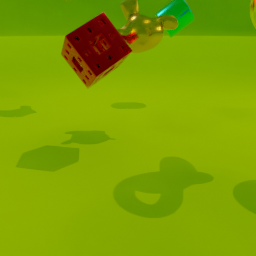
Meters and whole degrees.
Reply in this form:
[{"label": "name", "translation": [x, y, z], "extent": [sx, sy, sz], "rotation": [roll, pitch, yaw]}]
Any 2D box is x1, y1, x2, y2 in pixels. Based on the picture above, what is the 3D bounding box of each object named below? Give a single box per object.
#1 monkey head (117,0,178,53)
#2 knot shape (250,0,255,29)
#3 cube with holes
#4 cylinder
[{"label": "monkey head", "translation": [0.191, -2.001, 5.461], "extent": [1.415, 1.018, 0.852], "rotation": [-19, 20, -5]}, {"label": "knot shape", "translation": [2.317, -2.137, 3.344], "extent": [0.904, 1.956, 1.831], "rotation": [29, 59, 27]}, {"label": "cube with holes", "translation": [-0.544, -1.249, 4.642], "extent": [0.754, 0.754, 0.754], "rotation": [-40, 6, -18]}, {"label": "cylinder", "translation": [1.327, -3.157, 7.973], "extent": [0.817, 0.817, 0.817], "rotation": [-35, 15, 13]}]
